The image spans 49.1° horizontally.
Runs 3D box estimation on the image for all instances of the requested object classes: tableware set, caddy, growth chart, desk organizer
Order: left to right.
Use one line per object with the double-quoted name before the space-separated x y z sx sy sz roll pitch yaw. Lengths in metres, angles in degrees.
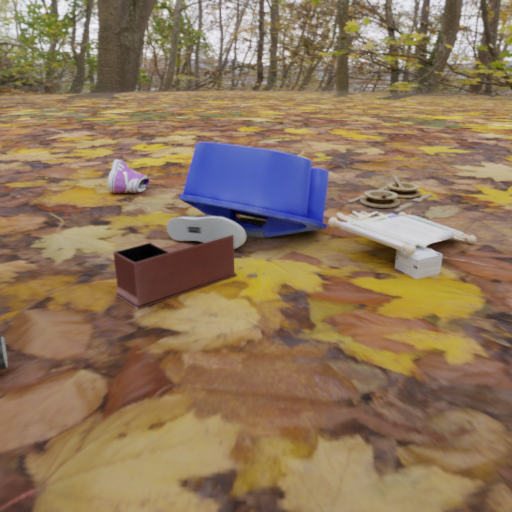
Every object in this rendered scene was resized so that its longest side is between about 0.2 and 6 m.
"desk organizer" -1.410 0.157 10.019 2.143 0.825 0.769 -18 27 -38
"caddy" -0.038 -1.334 12.616 3.497 1.836 2.472 13 3 27
"tableware set" 3.771 -1.798 15.574 1.540 0.467 2.330 17 27 37
"growth chart" 3.050 -0.574 11.770 2.137 0.262 2.954 27 24 38

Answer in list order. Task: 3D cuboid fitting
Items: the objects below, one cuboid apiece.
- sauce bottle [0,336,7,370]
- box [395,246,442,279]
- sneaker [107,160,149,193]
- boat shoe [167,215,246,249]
"sauce bottle" -4.278 1.422 6.967 2.145 0.694 0.694 -9 23 -20
"box" 3.106 0.109 10.735 0.629 0.411 0.625 -10 23 -25
"sneaker" -3.769 -2.305 16.741 1.139 0.724 1.998 3 28 -10
"boat shoe" -0.996 -0.591 12.139 1.965 0.695 0.626 11 19 30
